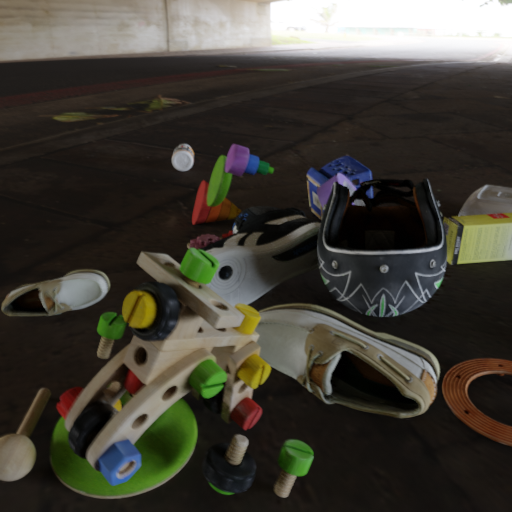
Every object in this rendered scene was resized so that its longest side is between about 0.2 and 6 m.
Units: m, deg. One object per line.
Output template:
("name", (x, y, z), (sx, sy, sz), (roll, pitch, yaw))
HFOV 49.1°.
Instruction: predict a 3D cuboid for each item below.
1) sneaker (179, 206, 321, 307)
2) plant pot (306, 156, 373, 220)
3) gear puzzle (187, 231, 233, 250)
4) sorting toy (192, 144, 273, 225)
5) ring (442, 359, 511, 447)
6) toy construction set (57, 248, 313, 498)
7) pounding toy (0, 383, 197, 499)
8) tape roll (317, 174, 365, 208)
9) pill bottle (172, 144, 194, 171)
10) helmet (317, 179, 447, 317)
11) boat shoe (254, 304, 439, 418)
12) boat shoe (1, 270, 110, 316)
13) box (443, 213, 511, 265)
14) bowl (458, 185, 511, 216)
("sneaker", (-0.330, -0.047, 10.252), (3.186, 1.164, 1.782), (-17, 30, -26))
("plant pot", (1.937, -1.478, 13.257), (1.204, 1.339, 1.339), (-14, 28, -11))
("gear puzzle", (0.178, -0.341, 11.842), (3.050, 0.399, 1.579), (-11, 28, -22))
("sorting toy", (-0.480, -1.413, 12.206), (1.104, 1.112, 3.206), (15, -21, -18))
("ring", (3.361, 1.928, 7.348), (1.780, 0.171, 1.780), (-1, 25, 0))
("toy construction set", (-0.806, 0.828, 6.376), (2.502, 2.305, 3.000), (11, 19, -29))
("pounding toy", (-1.838, 1.791, 6.596), (2.239, 1.039, 1.728), (1, 25, 1))
("tape roll", (1.864, -1.042, 11.691), (0.549, 1.292, 1.292), (-34, 15, 23))
("pill bottle", (-2.259, -3.069, 17.329), (0.648, 0.648, 1.113), (-2, 26, -3))
("helmet", (2.038, -0.072, 9.170), (2.292, 2.292, 2.185), (2, 68, 4))
("boat shoe", (1.001, 1.376, 7.487), (2.757, 1.030, 0.943), (11, 22, 20))
("boat shoe", (-3.265, 0.691, 9.121), (1.774, 0.663, 0.607), (-14, 15, 12))
("box", (5.000, -0.393, 11.407), (2.387, 0.898, 0.598), (-5, 26, -8))
("bowl", (5.820, -1.100, 13.133), (1.876, 0.701, 1.879), (15, 30, 29))
